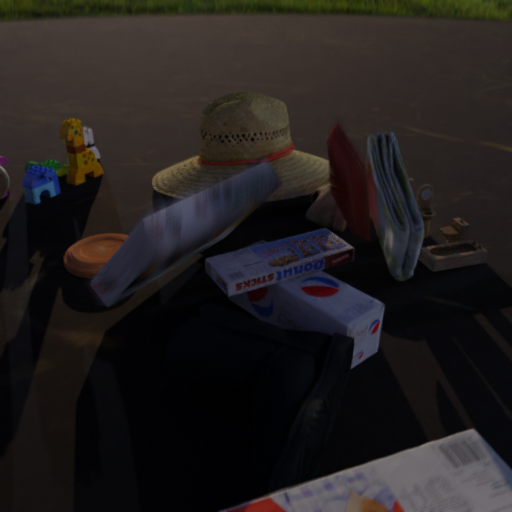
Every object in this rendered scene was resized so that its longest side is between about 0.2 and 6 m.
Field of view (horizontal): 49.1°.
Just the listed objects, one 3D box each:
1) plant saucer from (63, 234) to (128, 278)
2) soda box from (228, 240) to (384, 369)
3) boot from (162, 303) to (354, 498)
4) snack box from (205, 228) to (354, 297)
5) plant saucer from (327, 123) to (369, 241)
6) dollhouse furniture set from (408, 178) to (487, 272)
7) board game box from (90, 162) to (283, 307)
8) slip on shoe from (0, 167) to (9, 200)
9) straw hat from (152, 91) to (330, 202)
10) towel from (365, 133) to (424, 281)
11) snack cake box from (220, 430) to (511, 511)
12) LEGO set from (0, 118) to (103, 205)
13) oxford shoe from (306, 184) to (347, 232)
[{"bbox_3d":[-2.699,-0.054,9.979,1.420,0.229,1.420,1,29,0],"label":"plant saucer"},{"bbox_3d":[0.603,0.649,8.086,0.777,0.832,2.442,-23,37,-35],"label":"soda box"},{"bbox_3d":[-0.173,1.535,6.382,2.128,0.967,2.532,9,31,19],"label":"boot"},{"bbox_3d":[0.357,0.054,8.018,2.063,0.251,0.742,-15,33,-25],"label":"snack box"},{"bbox_3d":[1.530,-1.223,9.494,0.277,1.510,1.508,-15,44,-1],"label":"plant saucer"},{"bbox_3d":[3.201,-0.617,10.016,1.357,1.163,1.427,-9,30,-15],"label":"dollhouse furniture set"},{"bbox_3d":[-1.044,-0.410,8.991,0.521,1.901,3.012,53,43,3],"label":"board game box"},{"bbox_3d":[-6.115,-1.016,10.831,2.793,1.062,0.846,-24,34,-33],"label":"slip on shoe"},{"bbox_3d":[-0.262,-2.711,12.726,4.418,1.870,4.418,-3,24,1],"label":"straw hat"},{"bbox_3d":[2.089,-0.715,8.750,0.494,2.050,1.755,-12,67,6],"label":"towel"},{"bbox_3d":[1.025,2.615,4.445,2.815,0.946,1.619,-10,32,-17],"label":"snack cake box"},{"bbox_3d":[-4.656,-2.354,12.824,1.361,1.464,3.568,16,33,25],"label":"LEGO set"},{"bbox_3d":[1.613,-1.323,11.585,0.860,0.824,2.329,12,31,12],"label":"oxford shoe"}]
